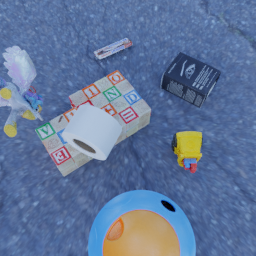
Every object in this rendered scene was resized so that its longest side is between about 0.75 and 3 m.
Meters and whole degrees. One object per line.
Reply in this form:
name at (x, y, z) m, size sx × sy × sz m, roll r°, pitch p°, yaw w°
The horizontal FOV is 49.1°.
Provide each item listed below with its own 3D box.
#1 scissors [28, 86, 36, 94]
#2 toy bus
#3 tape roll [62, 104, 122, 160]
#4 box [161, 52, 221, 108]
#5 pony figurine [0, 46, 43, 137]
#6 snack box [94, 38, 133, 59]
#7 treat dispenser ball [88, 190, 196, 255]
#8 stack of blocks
scissors at (-3.102, -1.308, 8.524) m, size 0.801 × 0.056 × 0.293 m, roll 49°, pitch 114°, yaw 8°
toy bus at (1.562, 0.692, 7.311) m, size 0.724 × 1.067 × 1.024 m, roll -2°, pitch 67°, yaw 0°
tape roll at (-0.836, 0.112, 6.594) m, size 1.186 × 1.186 × 0.814 m, roll 24°, pitch 68°, yaw 12°
box at (1.908, -1.497, 8.651) m, size 1.459 × 0.761 × 1.080 m, roll 31°, pitch 67°, yaw 15°
pony figurine at (-2.748, -0.794, 6.507) m, size 1.640 × 1.969 × 1.901 m, roll -36°, pitch 102°, yaw 4°
snack box at (-0.500, -2.711, 9.540) m, size 1.280 × 0.156 × 0.460 m, roll -28°, pitch 40°, yaw -14°
treat dispenser ball at (0.276, 2.404, 5.796) m, size 2.187 × 2.187 × 2.187 m, roll 0°, pitch 62°, yaw 0°
stack of blocks at (-1.019, -0.195, 7.913) m, size 2.916 × 0.854 × 1.679 m, roll -32°, pitch 67°, yaw -15°
